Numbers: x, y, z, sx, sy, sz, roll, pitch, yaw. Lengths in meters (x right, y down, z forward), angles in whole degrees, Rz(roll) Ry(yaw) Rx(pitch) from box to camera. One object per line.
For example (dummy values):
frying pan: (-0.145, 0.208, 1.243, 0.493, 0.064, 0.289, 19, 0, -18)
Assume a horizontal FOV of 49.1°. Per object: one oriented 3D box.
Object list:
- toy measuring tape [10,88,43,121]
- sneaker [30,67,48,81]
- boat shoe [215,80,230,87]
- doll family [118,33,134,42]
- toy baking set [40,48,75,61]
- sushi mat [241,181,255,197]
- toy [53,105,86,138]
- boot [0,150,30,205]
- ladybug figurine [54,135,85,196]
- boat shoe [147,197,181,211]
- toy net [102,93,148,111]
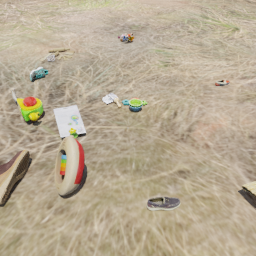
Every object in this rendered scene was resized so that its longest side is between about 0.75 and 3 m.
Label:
toy measuring tape: (-3.951, -1.016, 11.117, 0.894, 0.894, 2.430, -21, 43, -25)
sneaker: (-4.270, -2.604, 13.511, 0.525, 0.446, 1.150, 16, 42, 13)
boat shoe: (4.396, -2.112, 12.999, 0.810, 0.253, 0.288, -13, 38, -19)
doll family: (-0.046, -5.550, 17.328, 0.748, 0.543, 1.206, -27, 27, -20)
toy baking set: (-3.924, -4.094, 15.570, 1.923, 0.224, 1.476, -7, 38, -9)
sushi mat: (4.797, 1.636, 7.819, 2.989, 0.181, 1.430, -11, 27, -22)
toy: (-2.177, -0.186, 10.423, 0.903, 0.370, 1.569, -12, 44, -17)
boot: (-4.022, 1.268, 8.218, 1.678, 0.730, 2.018, 10, 43, 8)
ladybug figurine: (-1.643, 1.066, 8.016, 0.613, 1.704, 1.157, 9, -3, -35)
boat shoe: (0.977, 2.027, 7.621, 0.948, 0.307, 0.341, -4, 38, -5)
toy net: (-0.178, -1.206, 11.737, 1.906, 0.368, 1.000, 18, 41, 22)
